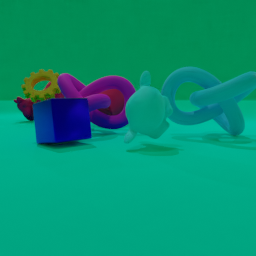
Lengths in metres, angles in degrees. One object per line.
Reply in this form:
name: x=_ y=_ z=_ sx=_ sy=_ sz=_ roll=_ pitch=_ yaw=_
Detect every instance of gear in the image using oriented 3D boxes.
gear: x=-2.808 y=-1.396 z=9.186 sx=1.267 sy=1.267 sz=0.234 roll=0 pitch=-34 yaw=3

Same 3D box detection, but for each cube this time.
cube: x=-1.151 y=-0.123 z=4.902 sx=0.717 sy=0.717 sz=0.717 roll=-6 pitch=1 yaw=-43

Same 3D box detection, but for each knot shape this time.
knot shape: x=1.768 y=-0.591 z=5.593 sx=1.939 sy=0.896 sz=1.814 roll=23 pitch=-25 yaw=-17
knot shape: x=-0.711 y=-0.612 z=6.428 sx=1.890 sy=0.933 sz=2.020 roll=2 pitch=34 yaw=-3

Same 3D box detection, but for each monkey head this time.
monkey head: x=0.240 y=-0.255 z=4.630 sx=0.749 sy=1.243 sz=0.894 roll=24 pitch=-17 yaw=-31

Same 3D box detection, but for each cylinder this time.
cylinder: x=-0.523 y=-0.819 z=8.496 sx=1.081 sy=1.081 sz=1.081 roll=6 pitch=34 yaw=45

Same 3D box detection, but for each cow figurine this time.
cow figurine: x=-2.908 y=-0.999 z=9.694 sx=1.705 sy=1.733 sz=0.951 roll=21 pitch=-16 yaw=8
